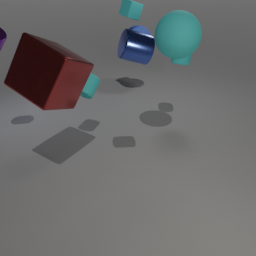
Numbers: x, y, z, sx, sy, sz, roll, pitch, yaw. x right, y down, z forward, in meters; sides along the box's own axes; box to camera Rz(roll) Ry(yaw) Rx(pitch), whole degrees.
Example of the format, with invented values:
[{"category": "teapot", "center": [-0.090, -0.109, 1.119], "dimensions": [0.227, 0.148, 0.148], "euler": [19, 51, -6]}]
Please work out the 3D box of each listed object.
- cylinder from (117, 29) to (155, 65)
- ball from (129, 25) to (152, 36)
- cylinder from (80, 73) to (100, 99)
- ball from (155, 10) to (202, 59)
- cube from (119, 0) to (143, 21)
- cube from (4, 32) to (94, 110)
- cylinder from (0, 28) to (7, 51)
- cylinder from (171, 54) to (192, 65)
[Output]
[{"category": "cylinder", "center": [0.186, -1.931, 6.693], "dimensions": [0.700, 0.700, 0.700], "euler": [9, 25, -20]}, {"category": "ball", "center": [0.471, -4.197, 13.470], "dimensions": [1.400, 1.400, 1.400], "euler": [0, 29, 0]}, {"category": "cylinder", "center": [-1.396, -1.442, 9.465], "dimensions": [0.700, 0.700, 0.700], "euler": [17, 76, 28]}, {"category": "ball", "center": [1.505, -2.804, 8.467], "dimensions": [1.400, 1.400, 1.400], "euler": [0, 29, 0]}, {"category": "cube", "center": [0.131, -5.316, 12.558], "dimensions": [0.700, 0.700, 0.700], "euler": [-4, 32, -41]}, {"category": "cube", "center": [-2.013, -1.410, 7.283], "dimensions": [1.400, 1.400, 1.400], "euler": [32, 16, 15]}, {"category": "cylinder", "center": [-4.129, -2.651, 8.453], "dimensions": [0.700, 0.700, 0.700], "euler": [28, 40, -26]}, {"category": "cylinder", "center": [1.996, -2.725, 10.396], "dimensions": [0.700, 0.700, 0.700], "euler": [7, 17, -2]}]
